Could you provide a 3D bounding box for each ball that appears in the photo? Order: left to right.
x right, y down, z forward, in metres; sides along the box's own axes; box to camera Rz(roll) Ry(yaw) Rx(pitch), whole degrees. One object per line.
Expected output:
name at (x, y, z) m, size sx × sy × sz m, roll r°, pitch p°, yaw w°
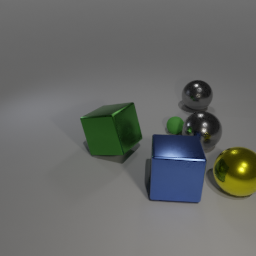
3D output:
ball at (1.871, -0.109, 11.062) m, size 0.700 × 0.700 × 0.700 m, roll 0°, pitch 30°, yaw 0°
ball at (3.162, -1.492, 12.819) m, size 1.400 × 1.400 × 1.400 m, roll 0°, pitch 30°, yaw 0°
ball at (2.635, 0.093, 10.008) m, size 1.400 × 1.400 × 1.400 m, roll 0°, pitch 30°, yaw 0°
ball at (3.162, 1.229, 7.996) m, size 1.400 × 1.400 × 1.400 m, roll 0°, pitch 30°, yaw 0°

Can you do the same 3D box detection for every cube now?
cube at (-0.538, 0.025, 9.666) m, size 1.400 × 1.400 × 1.400 m, roll -3°, pitch 19°, yaw 34°
cube at (1.367, 1.116, 8.069) m, size 1.400 × 1.400 × 1.400 m, roll 2°, pitch 25°, yaw 4°
